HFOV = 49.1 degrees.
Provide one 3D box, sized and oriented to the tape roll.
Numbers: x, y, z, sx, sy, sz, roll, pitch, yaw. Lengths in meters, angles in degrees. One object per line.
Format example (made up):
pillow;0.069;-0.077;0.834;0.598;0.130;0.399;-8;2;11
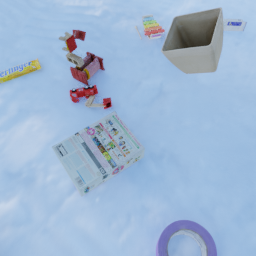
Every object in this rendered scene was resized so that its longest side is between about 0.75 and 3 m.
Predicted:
tape roll;1.280;2.773;6.271;1.288;0.547;1.288;0;59;1

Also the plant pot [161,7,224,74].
plant pot;1.717;-2.004;6.878;1.227;1.086;1.226;3;61;36

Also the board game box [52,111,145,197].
board game box;-0.772;0.646;7.531;2.006;0.645;1.480;-31;64;-16

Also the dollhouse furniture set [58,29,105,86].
dollhouse furniture set;-1.373;-2.267;8.707;0.701;1.723;0.927;29;64;21

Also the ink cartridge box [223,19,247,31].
ink cartridge box;3.910;-3.827;10.407;0.876;0.435;0.172;4;57;1

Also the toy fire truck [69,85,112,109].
toy fire truck;-1.170;-0.917;8.692;1.212;0.295;0.855;-13;59;-8

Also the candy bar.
candy bar;-3.922;-1.794;9.277;2.100;0.233;0.524;-23;61;-14

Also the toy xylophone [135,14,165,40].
toy xylophone;0.775;-3.695;10.399;0.887;0.305;1.212;-20;60;-11
